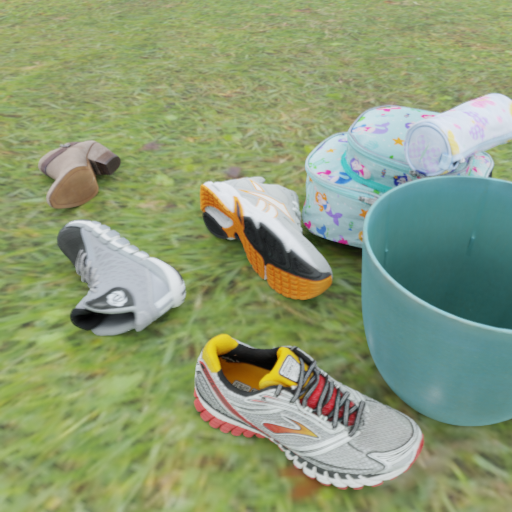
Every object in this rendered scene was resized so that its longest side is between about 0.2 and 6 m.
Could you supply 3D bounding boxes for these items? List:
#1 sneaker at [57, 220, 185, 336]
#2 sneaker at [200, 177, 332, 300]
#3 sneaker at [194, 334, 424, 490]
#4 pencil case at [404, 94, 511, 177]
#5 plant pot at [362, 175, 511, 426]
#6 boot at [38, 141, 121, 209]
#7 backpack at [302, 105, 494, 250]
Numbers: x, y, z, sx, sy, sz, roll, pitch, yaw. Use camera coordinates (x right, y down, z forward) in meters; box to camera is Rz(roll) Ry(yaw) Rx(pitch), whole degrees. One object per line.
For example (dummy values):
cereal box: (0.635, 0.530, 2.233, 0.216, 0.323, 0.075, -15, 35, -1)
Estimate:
sneaker: (-2.363, 0.356, 8.151, 2.455, 0.921, 1.418, 23, 46, 25)
sneaker: (0.362, -0.538, 9.037, 1.416, 1.165, 3.078, -25, 46, -25)
sneaker: (0.488, 1.685, 6.268, 2.721, 1.118, 1.059, 14, 41, 16)
pencil case: (2.802, -1.647, 7.555, 1.789, 0.744, 0.811, -27, 36, -33)
plant pot: (2.505, 0.684, 6.660, 2.730, 2.191, 2.730, 0, 39, 0)
boot: (-3.693, -1.625, 10.909, 1.497, 0.719, 2.048, 15, 39, 28)
backpack: (2.229, -1.180, 9.210, 2.907, 2.188, 2.580, 13, 38, 24)
